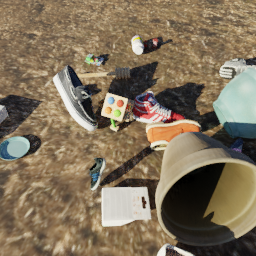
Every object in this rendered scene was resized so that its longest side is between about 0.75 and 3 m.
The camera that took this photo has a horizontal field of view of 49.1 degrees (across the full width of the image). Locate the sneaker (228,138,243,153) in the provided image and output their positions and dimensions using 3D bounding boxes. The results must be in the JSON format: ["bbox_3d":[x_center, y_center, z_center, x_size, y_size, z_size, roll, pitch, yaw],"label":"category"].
[{"bbox_3d":[3.531,1.068,9.353,0.752,0.643,1.832,40,56,12],"label":"sneaker"}]

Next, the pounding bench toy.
[{"bbox_3d":[-0.435,-0.503,10.182,0.812,1.307,1.019,18,6,16],"label":"pounding bench toy"}]

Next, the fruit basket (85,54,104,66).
[{"bbox_3d":[-1.697,-3.463,14.150,0.787,0.369,0.729,14,45,10],"label":"fruit basket"}]

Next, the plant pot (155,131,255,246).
[{"bbox_3d":[1.994,1.368,7.765,2.783,2.783,2.415,-3,27,-3],"label":"plant pot"}]

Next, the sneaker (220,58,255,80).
[{"bbox_3d":[5.650,-2.766,13.048,2.461,0.923,1.421,17,44,18],"label":"sneaker"}]

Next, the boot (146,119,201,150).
[{"bbox_3d":[1.680,0.309,10.027,1.986,0.745,1.065,-6,49,3],"label":"boot"}]

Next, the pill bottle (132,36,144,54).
[{"bbox_3d":[0.531,-4.402,14.945,0.611,0.611,1.171,-2,44,-2],"label":"pill bottle"}]

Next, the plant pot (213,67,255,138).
[{"bbox_3d":[4.125,-0.641,9.990,1.675,2.500,2.500,-28,45,9],"label":"plant pot"}]

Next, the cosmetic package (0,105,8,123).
[{"bbox_3d":[-5.902,-0.190,10.617,1.581,0.542,2.096,12,45,16],"label":"cosmetic package"}]

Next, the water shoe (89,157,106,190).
[{"bbox_3d":[-1.027,1.375,8.559,0.419,1.061,0.379,17,8,-25],"label":"water shoe"}]

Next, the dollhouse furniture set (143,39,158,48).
[{"bbox_3d":[1.226,-4.617,15.311,0.777,0.418,0.316,-2,44,-3],"label":"dollhouse furniture set"}]

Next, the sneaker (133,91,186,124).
[{"bbox_3d":[1.207,-0.710,10.679,2.092,1.176,0.745,9,45,9],"label":"sneaker"}]

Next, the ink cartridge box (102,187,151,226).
[{"bbox_3d":[-0.074,2.276,8.222,1.376,0.345,1.107,1,43,-6],"label":"ink cartridge box"}]

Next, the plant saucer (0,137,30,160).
[{"bbox_3d":[-4.033,0.747,9.909,1.102,0.151,1.102,0,45,0],"label":"plant saucer"}]

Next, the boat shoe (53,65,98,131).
[{"bbox_3d":[-1.838,-1.202,10.742,1.009,0.953,2.812,8,46,-60],"label":"boat shoe"}]

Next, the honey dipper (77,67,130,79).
[{"bbox_3d":[-1.360,-2.505,13.086,2.909,0.552,0.552,-3,44,1],"label":"honey dipper"}]

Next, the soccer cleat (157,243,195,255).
[{"bbox_3d":[1.730,3.545,6.423,2.400,0.931,0.832,25,49,23],"label":"soccer cleat"}]

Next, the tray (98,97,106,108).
[{"bbox_3d":[-0.610,-0.859,11.534,0.603,0.226,1.222,-34,52,-30],"label":"tray"}]
